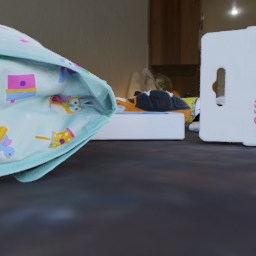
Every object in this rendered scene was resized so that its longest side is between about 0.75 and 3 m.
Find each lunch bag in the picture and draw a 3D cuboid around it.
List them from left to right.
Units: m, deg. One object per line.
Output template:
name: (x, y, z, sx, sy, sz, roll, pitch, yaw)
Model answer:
lunch bag: (-1.212, -0.305, 2.236, 1.844, 1.124, 1.571, -8, 25, -34)

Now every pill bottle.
pill bottle: (2.378, -0.744, 11.992, 1.919, 1.068, 1.068, 1, 3, 41)

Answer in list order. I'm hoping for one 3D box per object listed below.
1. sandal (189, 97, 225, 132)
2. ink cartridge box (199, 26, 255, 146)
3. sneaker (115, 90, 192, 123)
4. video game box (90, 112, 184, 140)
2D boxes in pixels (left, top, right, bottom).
sandal: (2.457, -0.376, 7.437, 1.180, 0.882, 3.079, 2, 4, 29)
ink cartridge box: (2.650, -0.593, 4.124, 2.986, 1.719, 1.013, 2, 4, 23)
sneaker: (0.520, -0.521, 8.593, 2.997, 1.135, 1.379, 3, 1, 27)
video game box: (-0.202, -0.084, 5.801, 2.297, 0.538, 2.093, 0, 1, -4)
